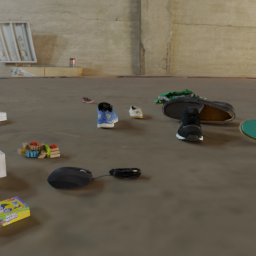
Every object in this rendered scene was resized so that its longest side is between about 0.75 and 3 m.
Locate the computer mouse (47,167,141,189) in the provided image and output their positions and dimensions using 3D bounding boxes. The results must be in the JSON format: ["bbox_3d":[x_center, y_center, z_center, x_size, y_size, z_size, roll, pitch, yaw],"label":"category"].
[{"bbox_3d":[-0.672,0.941,5.853,1.967,0.335,0.576,-4,13,-18],"label":"computer mouse"}]

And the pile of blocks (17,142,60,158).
[{"bbox_3d":[-2.341,0.545,7.325,1.113,0.346,0.457,2,17,-6],"label":"pile of blocks"}]

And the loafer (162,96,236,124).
[{"bbox_3d":[2.789,-0.691,11.157,2.886,1.050,1.043,2,13,11],"label":"loafer"}]

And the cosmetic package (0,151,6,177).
[{"bbox_3d":[-3.235,0.777,6.043,0.895,0.550,0.893,-11,17,-39],"label":"cosmetic package"}]

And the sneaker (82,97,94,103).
[{"bbox_3d":[-2.416,-1.669,16.809,0.854,0.319,0.344,8,16,30],"label":"sneaker"}]

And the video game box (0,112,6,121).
[{"bbox_3d":[-6.137,-0.442,11.572,1.570,0.368,1.431,8,13,30],"label":"video game box"}]

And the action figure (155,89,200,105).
[{"bbox_3d":[2.354,-1.448,14.418,2.412,0.660,1.425,-1,-25,45],"label":"action figure"}]

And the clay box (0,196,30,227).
[{"bbox_3d":[-2.038,1.358,4.373,0.836,0.199,0.480,-12,17,-43],"label":"clay box"}]

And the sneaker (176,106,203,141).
[{"bbox_3d":[2.027,-0.216,9.317,0.830,0.960,2.193,2,14,8],"label":"sneaker"}]

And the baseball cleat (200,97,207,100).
[{"bbox_3d":[4.620,-1.818,17.524,0.798,0.278,0.425,-9,16,-30],"label":"baseball cleat"}]

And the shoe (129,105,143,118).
[{"bbox_3d":[0.316,-0.730,12.689,0.521,0.398,1.491,-3,14,-11],"label":"shoe"}]

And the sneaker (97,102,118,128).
[{"bbox_3d":[-0.801,-0.613,11.157,0.786,0.893,2.002,0,13,-1],"label":"sneaker"}]

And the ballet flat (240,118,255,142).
[{"bbox_3d":[4.606,0.172,8.653,2.357,0.809,0.743,4,-14,7],"label":"ballet flat"}]
